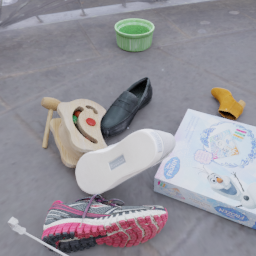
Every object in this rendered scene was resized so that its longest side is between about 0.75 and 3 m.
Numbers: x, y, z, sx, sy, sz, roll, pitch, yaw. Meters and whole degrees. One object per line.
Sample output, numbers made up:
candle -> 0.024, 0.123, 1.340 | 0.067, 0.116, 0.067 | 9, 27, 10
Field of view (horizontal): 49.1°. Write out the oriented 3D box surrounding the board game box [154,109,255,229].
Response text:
board game box -> 2.607, 0.924, 7.565 | 2.983, 0.650, 2.997 | 18, 46, 18

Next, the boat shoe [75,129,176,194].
boat shoe -> -0.145, 0.760, 6.554 | 0.996, 2.906, 1.046 | -2, 63, -46

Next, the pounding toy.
pounding toy -> -1.509, 0.198, 8.320 | 1.592, 1.597, 2.784 | 3, 45, -40

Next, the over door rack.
over door rack -> -1.837, 2.944, 5.295 | 2.136, 0.711, 1.578 | 29, 50, 6

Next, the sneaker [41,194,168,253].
sneaker -> -0.486, 1.950, 6.177 | 2.742, 1.105, 1.024 | -3, 41, -3

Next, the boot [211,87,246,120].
boot -> 3.269, -0.844, 9.567 | 1.353, 0.476, 0.969 | 32, 51, 24

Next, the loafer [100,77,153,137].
loafer -> -0.071, -0.761, 9.125 | 0.927, 0.959, 2.731 | 25, 49, 24

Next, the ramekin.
ramekin -> 0.292, -4.251, 12.869 | 1.794, 0.876, 1.794 | 0, 43, 0
